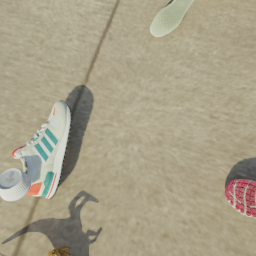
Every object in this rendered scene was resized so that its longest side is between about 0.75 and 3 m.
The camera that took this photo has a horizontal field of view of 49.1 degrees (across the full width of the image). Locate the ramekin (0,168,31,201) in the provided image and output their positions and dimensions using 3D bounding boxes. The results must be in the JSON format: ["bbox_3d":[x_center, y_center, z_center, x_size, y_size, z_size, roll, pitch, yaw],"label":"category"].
[{"bbox_3d":[-2.841,1.354,6.892,0.788,0.414,0.788,-5,46,5],"label":"ramekin"}]

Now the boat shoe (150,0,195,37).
[{"bbox_3d":[1.646,-4.193,10.219,0.849,0.708,2.275,39,88,-7],"label":"boat shoe"}]

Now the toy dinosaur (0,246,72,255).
[{"bbox_3d":[-2.067,3.437,6.697,2.845,1.511,0.859,25,33,2],"label":"toy dinosaur"}]

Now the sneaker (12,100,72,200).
[{"bbox_3d":[-2.463,0.477,7.887,1.357,1.022,2.902,13,74,-22],"label":"sneaker"}]

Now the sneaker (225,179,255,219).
[{"bbox_3d":[3.843,2.129,7.622,2.380,0.889,0.960,18,81,22],"label":"sneaker"}]
